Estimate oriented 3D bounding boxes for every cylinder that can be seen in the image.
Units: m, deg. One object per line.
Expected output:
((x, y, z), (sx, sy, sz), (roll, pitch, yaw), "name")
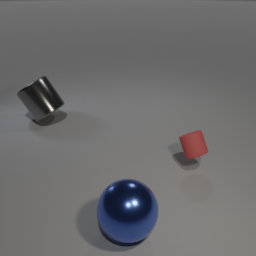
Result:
((-3.576, -1.190, 11.564), (1.400, 1.400, 1.400), (-32, 12, 7), "cylinder")
((1.979, 0.496, 8.443), (0.700, 0.700, 0.700), (-19, 0, 0), "cylinder")

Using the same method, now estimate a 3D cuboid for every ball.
((-0.009, 1.861, 6.363), (1.400, 1.400, 1.400), (0, 28, 0), "ball")
